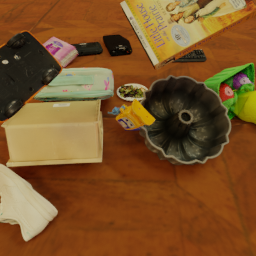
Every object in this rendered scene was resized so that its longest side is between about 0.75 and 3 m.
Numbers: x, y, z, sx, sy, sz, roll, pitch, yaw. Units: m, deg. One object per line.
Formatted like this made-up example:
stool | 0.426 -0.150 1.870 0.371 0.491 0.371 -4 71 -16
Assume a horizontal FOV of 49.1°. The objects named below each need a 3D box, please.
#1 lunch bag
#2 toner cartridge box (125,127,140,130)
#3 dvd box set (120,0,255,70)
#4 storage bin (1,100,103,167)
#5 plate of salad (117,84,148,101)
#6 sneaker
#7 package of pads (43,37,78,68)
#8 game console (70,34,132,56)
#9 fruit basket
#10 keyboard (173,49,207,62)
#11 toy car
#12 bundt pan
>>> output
lunch bag | -1.713 -1.308 8.639 2.552 0.984 2.047 -3 8 -3
toner cartridge box | 0.613 -0.282 8.246 1.433 0.680 0.309 0 39 -1
dvd box set | 1.024 -2.114 4.998 1.966 0.289 1.438 -27 77 6
storage bin | -1.777 -0.003 7.286 2.174 1.019 2.158 -3 21 -3
plate of salad | 0.168 -1.308 9.809 1.127 0.271 1.127 0 40 0
sneaker | -2.499 1.560 6.063 2.109 0.793 0.933 28 71 36
package of pads | -2.898 -3.157 11.655 1.535 0.581 0.925 32 68 32
game console | -1.351 -3.677 12.634 2.946 0.355 1.738 -8 39 -11
fruit basket | 3.470 -0.953 8.566 2.200 1.587 2.200 -11 26 5
keyboard | 2.265 -3.230 12.155 2.064 0.265 1.239 -1 39 -2
toy car | -1.059 -0.253 4.544 2.915 0.970 1.430 31 62 -26
bundt pan | 1.341 -0.107 7.320 2.446 0.918 2.446 5 66 -11
